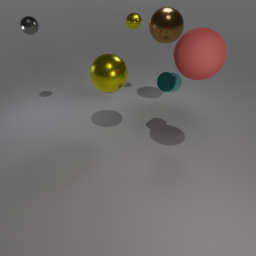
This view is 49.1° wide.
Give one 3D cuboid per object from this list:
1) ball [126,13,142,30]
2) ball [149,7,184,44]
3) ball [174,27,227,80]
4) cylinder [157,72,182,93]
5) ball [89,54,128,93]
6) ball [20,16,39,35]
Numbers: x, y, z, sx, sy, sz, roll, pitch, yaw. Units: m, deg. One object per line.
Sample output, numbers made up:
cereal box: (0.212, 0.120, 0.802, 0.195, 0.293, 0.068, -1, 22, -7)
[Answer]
ball: (0.254, -4.674, 12.266, 0.700, 0.700, 0.700, 0, 31, 0)
ball: (1.556, -4.146, 11.345, 1.400, 1.400, 1.400, 0, 31, 0)
ball: (1.961, -2.017, 7.669, 1.400, 1.400, 1.400, 0, 31, 0)
cylinder: (1.447, -1.598, 9.762, 0.700, 0.700, 0.700, 16, 15, 24)
ball: (-0.684, -1.949, 10.053, 1.400, 1.400, 1.400, 0, 31, 0)
ball: (-3.903, -4.058, 11.097, 0.700, 0.700, 0.700, 0, 31, 0)
